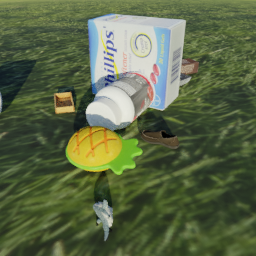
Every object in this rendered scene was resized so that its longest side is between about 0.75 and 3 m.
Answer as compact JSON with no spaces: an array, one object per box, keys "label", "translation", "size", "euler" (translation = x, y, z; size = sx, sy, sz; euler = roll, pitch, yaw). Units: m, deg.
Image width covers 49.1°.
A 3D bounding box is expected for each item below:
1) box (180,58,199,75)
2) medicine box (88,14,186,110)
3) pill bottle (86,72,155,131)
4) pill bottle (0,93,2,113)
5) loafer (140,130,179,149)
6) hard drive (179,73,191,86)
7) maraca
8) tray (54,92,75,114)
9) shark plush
[{"label":"box","translation":[2.284,-2.616,12.111],"size":[1.392,0.522,0.697],"euler":[-16,33,-23]},{"label":"medicine box","translation":[0.262,-2.280,9.404],"size":[2.848,2.594,1.466],"euler":[15,33,24]},{"label":"pill bottle","translation":[-0.194,-0.731,8.072],"size":[1.249,1.249,2.256],"euler":[15,33,24]},{"label":"pill bottle","translation":[-4.809,-0.764,8.141],"size":[1.940,1.091,1.091],"euler":[-3,30,-2]},{"label":"loafer","translation":[0.841,0.206,7.316],"size":[1.077,0.384,0.393],"euler":[14,33,23]},{"label":"hard drive","translation":[1.829,-1.897,11.099],"size":[1.216,0.257,0.820],"euler":[-23,37,-34]},{"label":"maraca","translation":[-0.569,0.491,6.273],"size":[1.757,0.940,1.205],"euler":[12,51,22]},{"label":"tray","translation":[-2.136,-0.854,9.337],"size":[0.589,0.221,1.194],"euler":[-8,30,-12]},{"label":"shark plush","translation":[-0.428,1.673,5.055],"size":[0.328,0.358,0.787],"euler":[-21,52,2]}]
